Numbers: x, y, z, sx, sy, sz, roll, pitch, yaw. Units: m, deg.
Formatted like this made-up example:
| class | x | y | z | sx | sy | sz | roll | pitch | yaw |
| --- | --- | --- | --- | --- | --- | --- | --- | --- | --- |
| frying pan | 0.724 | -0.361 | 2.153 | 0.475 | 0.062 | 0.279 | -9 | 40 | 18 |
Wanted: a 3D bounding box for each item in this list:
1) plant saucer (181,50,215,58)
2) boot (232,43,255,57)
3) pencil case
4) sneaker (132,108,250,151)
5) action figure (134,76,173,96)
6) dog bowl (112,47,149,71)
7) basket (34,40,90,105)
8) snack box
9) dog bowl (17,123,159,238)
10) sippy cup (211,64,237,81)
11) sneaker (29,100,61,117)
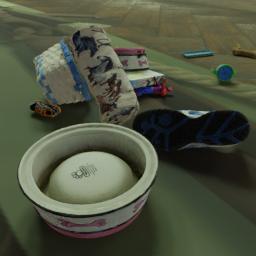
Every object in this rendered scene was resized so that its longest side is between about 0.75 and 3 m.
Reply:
| class | x | y | z | sx | sy | sz | roll | pitch | yaw |
| --- | --- | --- | --- | --- | --- | --- | --- | --- | --- |
| plant saucer | 3.375 | -3.597 | 13.531 | 1.537 | 0.146 | 0.537 | -10 | 35 | -13 |
| boot | 5.709 | -3.754 | 13.602 | 1.077 | 0.356 | 0.944 | 14 | 49 | 23 |
| pencil case | -0.728 | -1.410 | 7.860 | 1.302 | 1.132 | 2.911 | -21 | 76 | -17 |
| sneaker | 1.548 | 0.088 | 7.296 | 2.941 | 1.113 | 1.133 | 4 | -3 | 20 |
| action figure | 0.788 | -1.515 | 9.803 | 1.599 | 0.791 | 0.522 | 1 | 33 | -3 |
| dog bowl | -0.258 | -2.776 | 11.150 | 2.221 | 0.819 | 2.221 | 0 | 18 | 0 |
| basket | -1.703 | -1.977 | 9.308 | 2.528 | 1.758 | 2.229 | -24 | 44 | 1 |
| snack box | 0.373 | -1.849 | 10.356 | 1.070 | 0.342 | 1.842 | 27 | 31 | 38 |
| dog bowl | -0.741 | 1.005 | 5.709 | 2.700 | 0.996 | 2.700 | 0 | 34 | 0 |
| sippy cup | 3.759 | -2.218 | 11.027 | 0.854 | 0.670 | 0.626 | 38 | 22 | -10 |
| sneaker | -2.620 | -0.572 | 8.682 | 1.017 | 0.398 | 0.393 | 9 | 39 | 11 |
